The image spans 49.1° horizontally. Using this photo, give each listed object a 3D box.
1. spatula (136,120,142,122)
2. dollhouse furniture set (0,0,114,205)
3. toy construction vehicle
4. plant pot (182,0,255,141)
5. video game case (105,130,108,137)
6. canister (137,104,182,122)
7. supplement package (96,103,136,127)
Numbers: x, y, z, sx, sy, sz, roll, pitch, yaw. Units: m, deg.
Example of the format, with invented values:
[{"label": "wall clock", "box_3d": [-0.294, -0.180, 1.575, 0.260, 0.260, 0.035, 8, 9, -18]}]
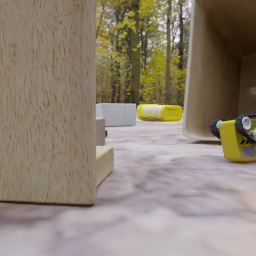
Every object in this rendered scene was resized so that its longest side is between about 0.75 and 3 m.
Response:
[{"label": "spatula", "box_3d": [-0.245, -0.437, 14.632, 1.502, 0.174, 2.161, -1, 4, -24]}, {"label": "dollhouse furniture set", "box_3d": [-1.375, -0.775, 3.282, 2.727, 2.336, 2.867, 1, 4, 8]}, {"label": "toy construction vehicle", "box_3d": [2.301, 0.141, 3.123, 2.063, 0.726, 1.796, -2, -5, -27]}, {"label": "plant pot", "box_3d": [3.053, -1.081, 5.613, 2.993, 2.997, 2.653, 2, -6, 31]}, {"label": "video game case", "box_3d": [-1.623, 0.137, 5.949, 1.976, 0.187, 1.412, 0, 4, 21]}, {"label": "canister", "box_3d": [1.642, -0.794, 14.721, 1.516, 0.883, 2.041, -3, 6, -35]}, {"label": "supplement package", "box_3d": [-0.493, -0.477, 10.276, 1.404, 0.821, 0.823, -2, 4, -32]}]
